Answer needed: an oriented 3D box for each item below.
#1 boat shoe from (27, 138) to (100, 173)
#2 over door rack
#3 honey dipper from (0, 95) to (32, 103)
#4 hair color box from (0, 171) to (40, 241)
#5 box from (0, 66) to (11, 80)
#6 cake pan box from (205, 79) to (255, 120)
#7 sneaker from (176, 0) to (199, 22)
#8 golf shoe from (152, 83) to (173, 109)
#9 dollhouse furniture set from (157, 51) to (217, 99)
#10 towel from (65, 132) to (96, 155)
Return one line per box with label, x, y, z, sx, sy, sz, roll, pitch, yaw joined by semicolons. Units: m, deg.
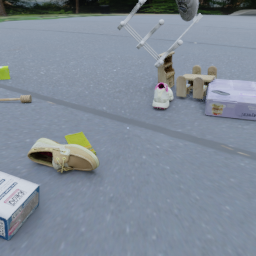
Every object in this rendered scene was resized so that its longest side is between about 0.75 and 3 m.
boat shoe;-1.527;0.731;6.492;1.805;0.668;0.599;9;37;25
over door rack;1.303;-3.998;10.274;2.901;2.143;0.966;-50;14;-13
honey dipper;-4.339;-1.052;10.366;1.507;0.286;0.286;-3;27;2
hair color box;-2.731;1.231;5.161;1.915;0.579;0.958;16;30;11
box;-5.937;-2.500;12.820;0.954;0.582;0.227;-7;33;-15
cake pan box;4.115;-1.050;9.882;2.628;0.687;2.420;7;30;13
sneaker;1.468;-3.684;7.777;0.661;1.768;0.725;25;67;34
golf shoe;1.323;-1.333;10.276;0.685;0.832;1.818;5;26;11
dollhouse furniture set;2.325;-2.215;11.120;2.149;1.427;1.883;10;28;30
towel;-1.307;0.438;7.553;0.555;0.116;1.289;-10;28;-21
